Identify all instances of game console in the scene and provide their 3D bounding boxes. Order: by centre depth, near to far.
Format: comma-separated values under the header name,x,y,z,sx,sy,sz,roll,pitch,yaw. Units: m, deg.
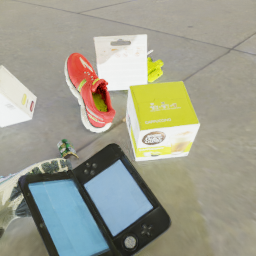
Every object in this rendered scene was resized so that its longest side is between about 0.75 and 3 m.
name,x,y,z,sx,sy,sz,roll,pitch,yaw
game console,-0.559,1.312,4.996,1.847,1.222,2.100,-35,62,-4

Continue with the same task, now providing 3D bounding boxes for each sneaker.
name,x,y,z,sx,sy,sz,roll,pitch,yaw
sneaker,-2.467,1.291,5.690,1.229,1.105,2.848,21,38,41
sneaker,-1.003,-1.217,8.222,1.025,1.131,2.663,-13,70,-37

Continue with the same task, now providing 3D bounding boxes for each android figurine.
name,x,y,z,sx,sy,sz,roll,pitch,yaw
android figurine,0.450,-2.187,10.846,1.738,0.392,1.909,23,50,40

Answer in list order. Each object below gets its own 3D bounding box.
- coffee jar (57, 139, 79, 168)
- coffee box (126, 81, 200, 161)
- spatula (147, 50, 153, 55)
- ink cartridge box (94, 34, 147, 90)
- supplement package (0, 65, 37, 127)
name,x,y,z,sx,sy,sz,roll,pitch,yaw
coffee jar,-1.514,0.644,7.108,0.336,0.411,0.788,-42,42,6
coffee box,0.781,-0.167,7.041,1.408,1.394,1.410,-6,55,-8
spatula,0.210,-2.666,11.278,1.452,0.168,2.088,-18,16,35
ink cartridge box,-0.203,-2.188,9.256,1.665,2.053,0.515,-3,44,1
supplement package,-3.533,-0.840,7.839,1.149,1.475,0.818,-12,56,18
